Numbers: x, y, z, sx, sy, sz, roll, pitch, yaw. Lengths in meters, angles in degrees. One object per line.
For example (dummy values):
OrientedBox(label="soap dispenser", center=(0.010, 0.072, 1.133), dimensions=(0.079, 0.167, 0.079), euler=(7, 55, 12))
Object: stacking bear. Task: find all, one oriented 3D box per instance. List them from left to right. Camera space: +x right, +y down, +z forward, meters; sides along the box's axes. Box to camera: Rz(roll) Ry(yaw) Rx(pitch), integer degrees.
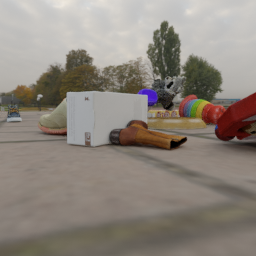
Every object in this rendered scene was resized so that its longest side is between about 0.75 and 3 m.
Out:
OrientedBox(label="stacking bear", center=(3.370, -0.678, 12.303), dimensions=(1.194, 1.276, 2.100), euler=(-15, 19, -34))

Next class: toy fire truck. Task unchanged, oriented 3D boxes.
OrientedBox(label="toy fire truck", center=(2.814, -0.180, 5.146), dimensions=(2.594, 1.455, 2.178), euler=(-1, -20, -26))

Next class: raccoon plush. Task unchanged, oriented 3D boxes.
OrientedBox(label="raccoon plush", center=(1.888, -1.427, 11.293), dimensions=(1.400, 1.011, 2.089), euler=(-2, -16, 34))

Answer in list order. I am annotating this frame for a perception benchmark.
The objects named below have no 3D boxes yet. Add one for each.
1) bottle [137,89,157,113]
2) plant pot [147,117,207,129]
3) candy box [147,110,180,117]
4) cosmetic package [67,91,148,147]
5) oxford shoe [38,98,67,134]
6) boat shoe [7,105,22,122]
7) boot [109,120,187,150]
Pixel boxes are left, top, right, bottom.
OrientedBox(label="bottle", center=(0.463, -0.806, 10.455), dimensions=(0.723, 0.565, 1.731), euler=(6, -25, -18))
OrientedBox(label="plant pot", center=(1.638, -0.225, 10.768), dimensions=(2.682, 0.369, 2.682), euler=(-1, 4, 0))
OrientedBox(label="candy box", center=(1.808, -0.691, 15.368), dimensions=(2.123, 0.599, 1.238), euler=(-2, 5, -2))
OrientedBox(label="cosmetic package", center=(-0.372, -0.245, 6.269), dimensions=(0.795, 1.091, 2.146), euler=(3, 4, 33))
OrientedBox(label="oxford shoe", center=(-1.575, -0.319, 7.587), dimensions=(2.730, 1.008, 0.966), euler=(4, 6, 43))
OrientedBox(label="boat shoe", center=(-5.960, -0.773, 14.534), dimensions=(0.683, 0.876, 1.930), euler=(-2, 5, -28))
OrientedBox(label="boot", center=(0.524, 0.103, 5.687), dimensions=(1.375, 0.471, 1.295), euler=(3, 5, 31))
